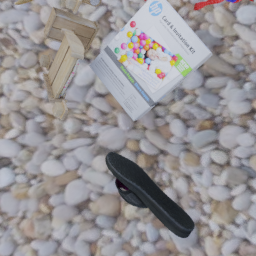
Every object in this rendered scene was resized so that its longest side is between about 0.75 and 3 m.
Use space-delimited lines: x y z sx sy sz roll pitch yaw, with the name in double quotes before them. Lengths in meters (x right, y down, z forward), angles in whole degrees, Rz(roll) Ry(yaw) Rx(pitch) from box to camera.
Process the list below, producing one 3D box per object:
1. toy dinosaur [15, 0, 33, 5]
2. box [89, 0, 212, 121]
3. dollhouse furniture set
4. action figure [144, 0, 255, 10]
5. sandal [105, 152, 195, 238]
"toy dinosaur" -1.911 -3.169 6.159 2.602 1.316 0.757 -17 85 26
"box" 0.416 -1.442 5.981 2.129 0.438 1.660 -41 84 23
"dollhouse furniture set" -0.975 -1.666 6.180 1.156 2.019 2.368 6 46 -37
"action figure" 1.555 -2.788 5.694 2.393 0.619 0.783 10 50 17
"sandal" 0.232 1.282 5.374 2.263 0.851 0.542 42 108 31
